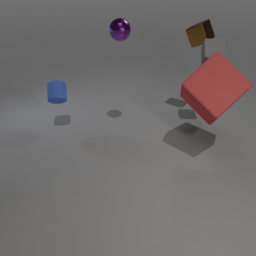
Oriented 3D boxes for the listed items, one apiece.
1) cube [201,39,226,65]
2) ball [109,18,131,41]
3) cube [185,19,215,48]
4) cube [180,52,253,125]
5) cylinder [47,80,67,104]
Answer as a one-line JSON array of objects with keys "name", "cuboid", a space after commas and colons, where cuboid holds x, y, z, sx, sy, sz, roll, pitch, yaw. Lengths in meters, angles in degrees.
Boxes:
[{"name": "cube", "cuboid": [2.926, -2.579, 9.624, 0.700, 0.700, 0.700, 3, -11, 5]}, {"name": "ball", "cuboid": [-0.256, -3.123, 8.912, 0.700, 0.700, 0.700, 0, 29, 0]}, {"name": "cube", "cuboid": [2.675, -3.488, 10.343, 0.700, 0.700, 0.700, -6, 27, 44]}, {"name": "cube", "cuboid": [2.575, -1.132, 8.468, 1.400, 1.400, 1.400, 47, 1, 11]}, {"name": "cylinder", "cuboid": [-2.667, -1.340, 10.524, 0.700, 0.700, 0.700, -6, -13, -1]}]
